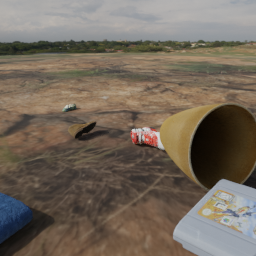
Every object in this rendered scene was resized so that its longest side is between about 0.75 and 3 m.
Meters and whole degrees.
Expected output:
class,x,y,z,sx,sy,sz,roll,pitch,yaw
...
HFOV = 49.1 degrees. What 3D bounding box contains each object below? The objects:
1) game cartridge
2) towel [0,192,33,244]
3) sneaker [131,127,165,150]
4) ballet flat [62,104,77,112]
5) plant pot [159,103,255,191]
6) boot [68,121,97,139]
class,x,y,z,sx,sy,sz,roll,pitch,yaw
game cartridge,2.023,1.703,5.202,1.455,0.454,2.186,10,23,39
towel,-2.705,1.814,4.828,1.088,0.473,1.948,10,21,28
sneaker,0.650,0.376,8.925,0.890,0.555,1.661,-7,17,-17
ballet flat,-2.789,-0.986,13.269,0.307,0.307,0.828,12,23,32
plant pot,1.812,0.298,7.251,2.069,2.069,2.221,-8,12,-21
boot,-1.615,-0.048,10.004,0.467,0.456,1.239,35,35,20
